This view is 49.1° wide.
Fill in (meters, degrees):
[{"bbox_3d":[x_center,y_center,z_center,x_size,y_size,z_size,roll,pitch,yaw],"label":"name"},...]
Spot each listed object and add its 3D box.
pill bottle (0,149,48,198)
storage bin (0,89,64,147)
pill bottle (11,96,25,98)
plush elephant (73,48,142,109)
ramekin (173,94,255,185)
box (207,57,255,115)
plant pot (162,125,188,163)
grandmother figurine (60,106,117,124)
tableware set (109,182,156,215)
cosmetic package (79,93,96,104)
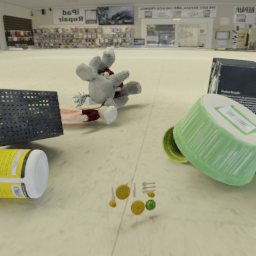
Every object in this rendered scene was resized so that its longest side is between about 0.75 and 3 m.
[{"bbox_3d":[-2.540,0.894,5.564,1.691,0.950,0.950,1,20,2],"label":"pill bottle"},{"bbox_3d":[-3.089,-0.191,6.938,1.807,1.253,2.673,-7,3,26],"label":"storage bin"},{"bbox_3d":[-4.793,-1.118,11.809,0.891,0.534,0.534,-17,26,-39],"label":"pill bottle"},{"bbox_3d":[-0.834,-1.685,10.948,2.870,2.364,2.222,-36,15,-11],"label":"plush elephant"},{"bbox_3d":[2.166,0.150,6.268,2.079,1.015,2.079,19,35,-14],"label":"ramekin"},{"bbox_3d":[3.198,-0.910,8.554,1.388,2.202,2.240,8,19,7],"label":"box"},{"bbox_3d":[1.516,0.360,7.307,0.951,0.951,0.874,15,13,35],"label":"plant pot"},{"bbox_3d":[-1.557,-0.440,9.632,2.399,0.726,1.455,-4,19,-8],"label":"grandmother figurine"},{"bbox_3d":[0.095,1.245,4.935,0.867,0.584,0.133,-3,3,-19],"label":"tableware set"},{"bbox_3d":[-1.654,-1.403,12.963,0.839,0.287,1.113,-10,22,-30],"label":"cosmetic package"}]
